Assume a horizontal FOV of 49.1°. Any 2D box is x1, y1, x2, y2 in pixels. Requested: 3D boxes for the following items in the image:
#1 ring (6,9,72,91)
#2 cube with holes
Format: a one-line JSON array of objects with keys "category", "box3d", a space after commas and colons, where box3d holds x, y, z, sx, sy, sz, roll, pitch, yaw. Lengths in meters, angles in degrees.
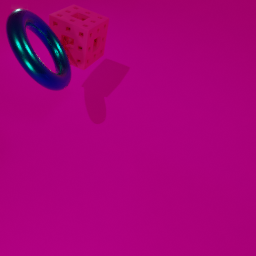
[{"category": "ring", "box3d": [-1.698, -1.520, 5.529, 0.339, 1.693, 1.693, -24, 52, 17]}, {"category": "cube with holes", "box3d": [-1.231, -2.283, 7.008, 1.037, 1.037, 1.037, 25, 42, 11]}]
